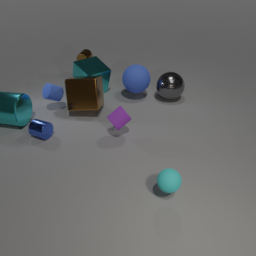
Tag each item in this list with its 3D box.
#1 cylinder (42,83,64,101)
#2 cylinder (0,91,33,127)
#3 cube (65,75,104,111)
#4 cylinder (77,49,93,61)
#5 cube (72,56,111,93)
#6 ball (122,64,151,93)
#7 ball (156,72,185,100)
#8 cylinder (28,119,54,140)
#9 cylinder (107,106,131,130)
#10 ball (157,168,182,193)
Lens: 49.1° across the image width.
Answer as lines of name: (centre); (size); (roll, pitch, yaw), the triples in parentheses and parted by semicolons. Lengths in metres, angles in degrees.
cylinder: (-3.404, -1.607, 12.703); (0.700, 0.700, 0.700); (10, 18, -45)
cylinder: (-5.020, -0.823, 11.857); (1.400, 1.400, 1.400); (6, 33, 10)
cube: (-1.934, -1.610, 12.738); (1.400, 1.400, 1.400); (-1, 16, 7)
cylinder: (-2.386, -3.889, 15.451); (0.700, 0.700, 0.700); (8, 40, 12)
cube: (-1.895, -2.627, 14.418); (1.400, 1.400, 1.400); (-24, 57, -33)
ball: (0.413, -2.429, 13.862); (1.400, 1.400, 1.400); (0, 32, 0)
ball: (2.095, -2.079, 13.873); (1.400, 1.400, 1.400); (0, 32, 0)
cylinder: (-3.462, 0.043, 11.155); (0.700, 0.700, 0.700); (15, 35, 22)
cylinder: (-0.342, -0.388, 10.943); (0.700, 0.700, 0.700); (-40, 40, -1)
ball: (1.184, 1.513, 8.051); (0.700, 0.700, 0.700); (0, 32, 0)
